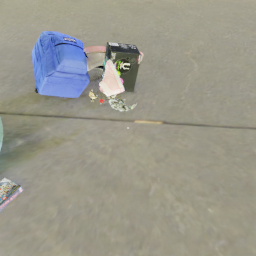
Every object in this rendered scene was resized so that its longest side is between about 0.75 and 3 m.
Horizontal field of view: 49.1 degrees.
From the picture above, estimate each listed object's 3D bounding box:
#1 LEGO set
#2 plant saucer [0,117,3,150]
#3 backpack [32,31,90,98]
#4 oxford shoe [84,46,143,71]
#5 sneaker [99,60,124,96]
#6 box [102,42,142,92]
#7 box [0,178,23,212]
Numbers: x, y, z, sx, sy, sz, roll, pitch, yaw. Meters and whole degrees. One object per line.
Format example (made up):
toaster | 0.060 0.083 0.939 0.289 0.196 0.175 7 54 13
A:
LEGO set | -0.539 -0.792 9.139 1.591 1.033 0.451 4 65 20
plant saucer | -4.672 0.234 6.879 2.992 0.538 2.992 0 75 1
backpack | -2.258 -2.350 9.681 1.720 1.777 2.117 6 54 -40
oxford shoe | -0.555 -2.691 11.321 2.660 0.982 0.941 -6 -1 -26
sneaker | -0.600 -1.476 8.346 0.673 0.485 1.288 -24 56 5
box | -0.272 -2.163 10.064 1.107 1.491 0.927 1 36 -16
box | -3.077 1.651 6.704 0.623 0.172 0.912 16 43 27
